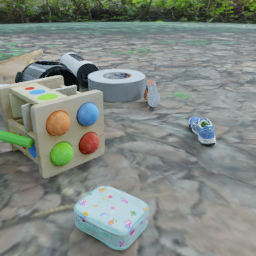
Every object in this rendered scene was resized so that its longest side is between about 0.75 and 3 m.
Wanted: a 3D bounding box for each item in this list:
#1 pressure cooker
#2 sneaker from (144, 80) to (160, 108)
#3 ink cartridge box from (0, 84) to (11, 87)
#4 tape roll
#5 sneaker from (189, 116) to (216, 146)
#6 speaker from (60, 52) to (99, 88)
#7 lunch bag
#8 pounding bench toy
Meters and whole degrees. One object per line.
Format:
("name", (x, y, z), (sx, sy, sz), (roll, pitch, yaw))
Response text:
("pressure cooker", (-2.639, -1.352, 9.027), (1.584, 1.560, 1.773), (-41, 42, -25))
("sneaker", (0.805, -1.042, 9.673), (0.448, 0.647, 1.155), (3, 57, -6))
("ink cartridge box", (-4.833, -1.435, 10.662), (0.932, 0.311, 0.540), (-3, 25, -7))
("tape roll", (-0.425, -1.666, 10.684), (2.170, 0.717, 2.170), (-1, 25, 0))
("sneaker", (1.988, -0.053, 7.421), (0.520, 0.530, 1.375), (-5, 24, -7))
("speaker", (-2.141, -2.553, 12.216), (1.069, 1.069, 2.633), (-11, 27, -23))
("lunch bag", (-0.288, 1.391, 4.430), (1.083, 0.418, 0.869), (15, 32, 30))
("pounding bench toy", (-1.975, 0.027, 6.009), (2.523, 1.567, 1.968), (-21, 33, -38))
